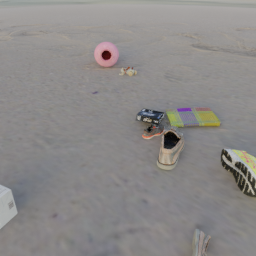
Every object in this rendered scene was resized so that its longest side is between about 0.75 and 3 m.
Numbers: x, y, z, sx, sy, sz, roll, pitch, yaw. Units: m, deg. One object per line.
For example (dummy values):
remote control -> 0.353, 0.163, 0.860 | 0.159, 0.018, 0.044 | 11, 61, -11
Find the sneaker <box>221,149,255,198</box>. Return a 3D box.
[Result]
sneaker -> 3.599, 1.219, 8.293 | 0.938, 0.812, 2.077 | -2, 30, -8

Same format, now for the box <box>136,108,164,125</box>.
box -> 0.916, -0.474, 11.413 | 0.945, 0.257, 1.180 | 12, 19, 14

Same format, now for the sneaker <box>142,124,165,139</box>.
sneaker -> 1.010, 0.035, 10.631 | 0.430, 0.457, 1.117 | 25, 39, 36

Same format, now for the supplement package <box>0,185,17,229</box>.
supplement package -> -3.566, 1.921, 7.007 | 1.137, 0.863, 0.857 | 15, 34, 24

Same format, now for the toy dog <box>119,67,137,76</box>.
toy dog -> 0.008, -3.401, 16.445 | 1.039, 0.500, 0.685 | 10, 32, 16

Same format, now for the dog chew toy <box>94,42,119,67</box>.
dog chew toy -> -1.368, -4.804, 17.999 | 1.520, 1.520, 2.441 | -2, 22, -3

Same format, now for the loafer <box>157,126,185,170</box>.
loafer -> 1.512, 0.460, 9.613 | 0.856, 0.749, 2.381 | 8, 31, 13

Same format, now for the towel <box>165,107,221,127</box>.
towel -> 2.699, -0.440, 11.677 | 2.087, 0.238, 1.499 | -3, 31, -3

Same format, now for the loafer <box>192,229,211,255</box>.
loafer -> 1.598, 2.742, 6.074 | 0.398, 0.455, 1.267 | 14, 30, 10
